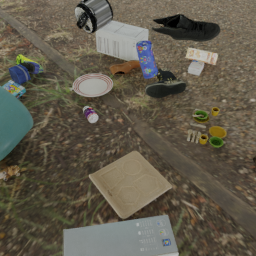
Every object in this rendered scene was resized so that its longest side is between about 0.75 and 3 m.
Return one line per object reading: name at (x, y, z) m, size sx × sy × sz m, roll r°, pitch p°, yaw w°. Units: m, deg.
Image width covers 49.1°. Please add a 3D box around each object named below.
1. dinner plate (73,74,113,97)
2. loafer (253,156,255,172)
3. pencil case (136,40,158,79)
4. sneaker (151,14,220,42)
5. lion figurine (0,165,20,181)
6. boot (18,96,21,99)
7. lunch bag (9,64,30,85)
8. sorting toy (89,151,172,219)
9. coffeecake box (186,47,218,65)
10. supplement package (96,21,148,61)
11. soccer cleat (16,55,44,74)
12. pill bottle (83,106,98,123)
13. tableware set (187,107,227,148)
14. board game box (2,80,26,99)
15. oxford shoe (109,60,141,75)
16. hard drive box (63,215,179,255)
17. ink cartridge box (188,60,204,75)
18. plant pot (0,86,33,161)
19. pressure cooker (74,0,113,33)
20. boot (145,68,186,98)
dinner plate at (-1.663, -2.005, 13.341) m, size 1.913 × 0.232 × 1.913 m, roll 1°, pitch 44°, yaw -1°
loafer at (4.587, 1.387, 9.694) m, size 0.377 × 0.386 × 1.058 m, roll -6°, pitch 45°, yaw -6°
pencil case at (0.635, -2.216, 9.042) m, size 0.538 × 1.238 × 0.483 m, roll -1°, pitch 35°, yaw 25°
sneaker at (2.047, -3.562, 9.917) m, size 2.221 × 1.158 × 0.667 m, roll 6°, pitch 86°, yaw 26°
lion figurine at (-4.298, 1.614, 9.404) m, size 1.248 × 0.452 × 0.764 m, roll -16°, pitch 12°, yaw -7°
boot at (-5.230, -1.565, 12.869) m, size 0.575 × 0.298 × 0.881 m, roll -19°, pitch 55°, yaw -21°
lunch bag at (-5.276, -2.654, 13.674) m, size 1.028 × 0.698 × 0.680 m, roll 33°, pitch 52°, yaw 32°
sorting toy at (0.074, 1.815, 9.310) m, size 2.134 × 0.389 × 1.975 m, roll -24°, pitch 49°, yaw -29°
coffeecake box at (3.855, -3.723, 14.553) m, size 1.456 × 0.532 × 1.118 m, roll 17°, pitch 14°, yaw 18°
supplement package at (-0.329, -4.781, 15.375) m, size 2.536 × 1.389 × 1.442 m, roll 22°, pitch 48°, yaw 22°
soccer cleat at (-5.126, -3.272, 14.524) m, size 1.971 × 0.637 × 0.824 m, roll 32°, pitch 22°, yaw 34°
pill bottle at (-1.588, -0.585, 11.705) m, size 0.437 × 0.437 × 0.777 m, roll -22°, pitch 49°, yaw -22°
tableware set at (3.267, -0.115, 11.299) m, size 1.478 × 0.337 × 2.194 m, roll 14°, pitch 45°, yaw 14°
board game box at (-5.307, -1.556, 12.490) m, size 0.867 × 0.269 × 1.148 m, roll 28°, pitch 55°, yaw 13°
oxford shoe at (-0.069, -3.027, 14.278) m, size 1.753 × 0.625 × 0.625 m, roll -16°, pitch 75°, yaw -17°
hard drive box at (-0.190, 3.143, 6.764) m, size 2.467 × 1.923 × 0.947 m, roll -6°, pitch 44°, yaw -7°
ink cartridge box at (3.494, -3.096, 14.378) m, size 0.605 × 0.354 × 0.837 m, roll 18°, pitch 45°, yaw 19°
plant pot at (-5.114, 0.062, 9.456) m, size 2.909 × 2.909 × 2.335 m, roll 14°, pitch 57°, yaw 14°
pressure cooker at (-1.517, -4.732, 11.754) m, size 1.477 × 1.299 × 1.319 m, roll -40°, pitch 60°, yaw -20°
boot at (1.524, -2.144, 13.148) m, size 2.019 × 0.729 × 1.525 m, roll -10°, pitch 42°, yaw -18°
